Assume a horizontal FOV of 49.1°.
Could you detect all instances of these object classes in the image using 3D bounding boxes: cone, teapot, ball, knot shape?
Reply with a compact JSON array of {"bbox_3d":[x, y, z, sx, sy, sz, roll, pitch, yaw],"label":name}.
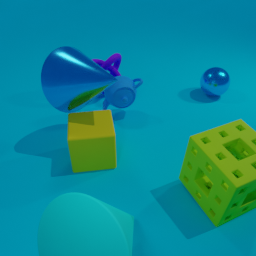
[{"bbox_3d":[-0.298,1.755,4.746,1.679,1.679,1.685,23,12,27],"label":"cone"},{"bbox_3d":[-0.853,-1.115,6.527,1.653,1.646,1.646,8,34,40],"label":"cone"},{"bbox_3d":[-0.234,-0.979,8.361,1.614,1.004,0.790,-35,40,9],"label":"teapot"},{"bbox_3d":[2.963,-1.571,9.543,0.995,0.995,0.995,0,37,0],"label":"ball"},{"bbox_3d":[-0.683,-1.718,9.393,1.461,1.367,0.675,-31,33,-25],"label":"knot shape"}]

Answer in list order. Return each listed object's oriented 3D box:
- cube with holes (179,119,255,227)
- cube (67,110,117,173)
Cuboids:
[{"bbox_3d":[2.123,0.907,5.882,1.372,1.372,1.372,-17,46,-21],"label":"cube with holes"},{"bbox_3d":[-0.894,0.314,6.999,1.086,1.086,1.086,-5,38,-7],"label":"cube"}]
